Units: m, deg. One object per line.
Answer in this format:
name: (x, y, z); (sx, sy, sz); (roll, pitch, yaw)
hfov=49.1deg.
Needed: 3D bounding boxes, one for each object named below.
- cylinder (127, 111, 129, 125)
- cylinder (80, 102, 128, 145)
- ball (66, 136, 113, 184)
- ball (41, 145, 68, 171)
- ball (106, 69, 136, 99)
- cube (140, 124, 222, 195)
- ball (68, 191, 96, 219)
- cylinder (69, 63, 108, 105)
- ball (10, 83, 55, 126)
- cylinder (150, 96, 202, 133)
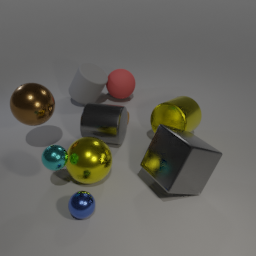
cylinder: (-0.396, -0.402, 11.273); (0.700, 0.700, 0.700); (13, 33, 22)
cylinder: (-0.841, -0.168, 10.186); (1.400, 1.400, 1.400); (7, 31, 12)
ball: (-1.162, 0.950, 8.347); (1.400, 1.400, 1.400); (0, 31, 0)
ball: (-1.970, 0.798, 7.546); (0.700, 0.700, 0.700); (0, 31, 0)
ball: (-0.344, -2.092, 13.258); (1.400, 1.400, 1.400); (0, 31, 0)
cube: (1.474, 0.899, 7.936); (1.400, 1.400, 1.400); (13, 17, -39)
ball: (-1.194, 1.986, 7.259); (0.700, 0.700, 0.700); (0, 31, 0)
cylinder: (-1.830, -2.005, 12.826); (1.400, 1.400, 1.400); (21, 40, -19)
ball: (-3.086, -0.766, 9.097); (1.400, 1.400, 1.400); (0, 31, 0)
cylinder: (1.741, -0.355, 10.094); (1.400, 1.400, 1.400); (20, 26, 30)
